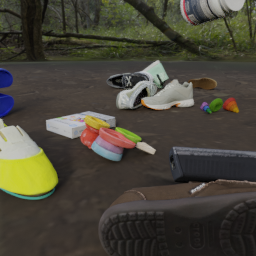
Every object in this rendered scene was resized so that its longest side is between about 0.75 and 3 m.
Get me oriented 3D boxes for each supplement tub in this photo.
[{"bbox_3d":[2.580,-3.933,8.677,1.184,1.184,1.687,-11,10,-33],"label":"supplement tub"}]

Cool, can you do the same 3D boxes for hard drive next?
[{"bbox_3d":[1.167,0.579,3.797,1.225,0.384,1.816,3,-12,11],"label":"hard drive"}]

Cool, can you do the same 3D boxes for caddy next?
[{"bbox_3d":[-4.580,-1.073,8.492,1.240,1.670,2.363,9,18,13],"label":"caddy"}]

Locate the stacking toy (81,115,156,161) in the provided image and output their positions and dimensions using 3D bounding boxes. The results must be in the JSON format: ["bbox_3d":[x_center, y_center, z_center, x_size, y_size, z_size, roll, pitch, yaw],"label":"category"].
[{"bbox_3d":[-0.290,0.372,5.985,1.362,0.636,1.505,21,8,-28],"label":"stacking toy"}]

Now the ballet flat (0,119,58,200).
[{"bbox_3d":[-2.134,0.346,4.900,0.910,0.913,2.724,-14,21,-39],"label":"ballet flat"}]

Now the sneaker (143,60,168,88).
[{"bbox_3d":[1.134,-2.482,15.075,2.238,1.320,0.824,-31,4,41],"label":"sneaker"}]

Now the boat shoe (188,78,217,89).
[{"bbox_3d":[4.089,-2.415,15.094,0.615,0.616,1.708,-16,16,-40],"label":"boat shoe"}]

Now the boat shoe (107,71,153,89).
[{"bbox_3d":[0.044,-2.470,14.671,2.616,0.938,0.887,9,19,34],"label":"boat shoe"}]

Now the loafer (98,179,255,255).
[{"bbox_3d":[0.954,0.877,3.018,2.468,0.901,0.876,2,19,4],"label":"loafer"}]

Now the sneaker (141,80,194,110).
[{"bbox_3d":[1.447,-1.252,10.259,2.206,1.015,0.835,-9,18,-27],"label":"sneaker"}]

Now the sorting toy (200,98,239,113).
[{"bbox_3d":[3.173,-0.652,9.437,1.513,0.525,0.521,-6,40,-25],"label":"sorting toy"}]

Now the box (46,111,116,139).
[{"bbox_3d":[-1.265,-0.121,7.626,1.164,0.307,1.492,14,22,41],"label":"box"}]

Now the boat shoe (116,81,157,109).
[{"bbox_3d":[0.492,-1.194,10.494,0.745,0.856,2.324,17,27,31],"label":"boat shoe"}]
